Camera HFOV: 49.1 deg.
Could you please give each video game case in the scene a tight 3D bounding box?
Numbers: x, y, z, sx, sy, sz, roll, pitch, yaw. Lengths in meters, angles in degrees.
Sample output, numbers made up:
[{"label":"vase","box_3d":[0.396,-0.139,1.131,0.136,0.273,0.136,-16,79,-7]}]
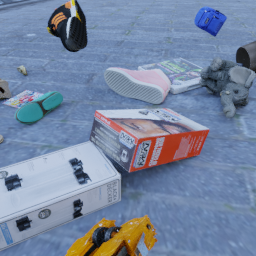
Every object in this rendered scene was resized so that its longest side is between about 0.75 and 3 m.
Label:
[{"label":"video game case","box_3d":[2.161,-2.366,12.239,2.463,0.316,2.709,-17,37,-25]}]

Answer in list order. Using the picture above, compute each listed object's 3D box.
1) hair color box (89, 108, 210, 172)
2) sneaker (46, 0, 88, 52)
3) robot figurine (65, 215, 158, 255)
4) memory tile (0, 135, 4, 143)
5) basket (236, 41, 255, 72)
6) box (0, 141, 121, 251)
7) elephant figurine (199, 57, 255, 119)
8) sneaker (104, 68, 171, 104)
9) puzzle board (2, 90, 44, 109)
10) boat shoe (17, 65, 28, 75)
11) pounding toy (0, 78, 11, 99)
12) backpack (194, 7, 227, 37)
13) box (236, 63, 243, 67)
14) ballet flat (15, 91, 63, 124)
[{"label":"hair color box","box_3d":[0.618,0.163,7.119,2.775,0.887,1.539,-7,30,-44]},{"label":"sneaker","box_3d":[-1.939,-2.979,8.535,1.160,0.902,2.579,-19,46,13]},{"label":"robot figurine","box_3d":[-0.622,2.335,4.233,1.807,0.725,2.492,-21,13,43]},{"label":"memory tile","box_3d":[-4.323,0.662,7.770,1.264,0.138,1.649,2,33,2]},{"label":"basket","box_3d":[6.102,-3.312,12.544,2.110,1.903,1.435,-15,44,-6]},{"label":"box","box_3d":[-1.654,1.320,6.138,2.694,0.810,1.571,-18,37,-24]},{"label":"elephant figurine","box_3d":[3.747,-1.384,9.970,1.637,1.795,2.314,29,20,-47]},{"label":"sneaker","box_3d":[0.438,-1.806,10.769,2.573,0.968,1.345,23,43,19]},{"label":"puzzle board","box_3d":[-3.900,-1.102,10.498,0.946,0.109,1.255,15,36,22]},{"label":"boat shoe","box_3d":[-4.740,-2.556,12.543,0.306,0.358,0.977,-21,28,-22]},{"label":"pounding toy","box_3d":[-4.979,-1.166,9.875,1.082,1.078,1.886,24,21,32]},{"label":"backpack","box_3d":[2.498,-3.320,8.587,0.867,0.704,0.727,33,26,6]},{"label":"box","box_3d":[4.561,-2.480,12.234,0.700,0.505,0.943,15,36,22]},{"label":"ballet flat","box_3d":[-3.066,-0.654,9.456,0.704,0.673,2.000,-6,24,39]}]
